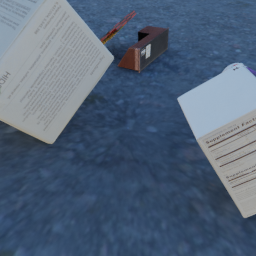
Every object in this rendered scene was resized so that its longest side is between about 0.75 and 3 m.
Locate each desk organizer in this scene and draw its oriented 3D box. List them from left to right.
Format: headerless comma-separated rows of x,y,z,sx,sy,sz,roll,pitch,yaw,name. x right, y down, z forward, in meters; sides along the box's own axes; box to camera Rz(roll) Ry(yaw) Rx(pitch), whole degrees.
0.602,-3.047,10.510,0.944,0.879,2.452,18,41,24,desk organizer

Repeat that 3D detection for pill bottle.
3.222,-1.038,7.405,0.889,0.889,1.595,-12,36,-15,pill bottle

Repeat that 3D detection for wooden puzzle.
-0.570,-3.633,10.655,2.658,0.187,1.576,-50,15,-29,wooden puzzle

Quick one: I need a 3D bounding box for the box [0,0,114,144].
-2.471,-1.658,6.690,2.759,2.375,2.773,33,85,35,box

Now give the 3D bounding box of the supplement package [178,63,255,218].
1.976,0.271,4.830,1.223,2.233,1.270,-29,32,14,supplement package
